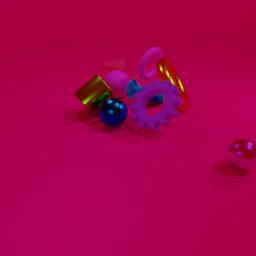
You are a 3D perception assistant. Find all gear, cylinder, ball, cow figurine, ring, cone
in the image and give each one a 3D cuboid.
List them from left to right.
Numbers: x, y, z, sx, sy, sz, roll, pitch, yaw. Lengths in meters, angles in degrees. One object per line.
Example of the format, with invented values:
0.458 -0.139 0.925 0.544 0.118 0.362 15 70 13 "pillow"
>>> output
-1.128 -1.107 9.489 1.016 1.016 1.016 -41 38 -4 "cylinder"
-0.755 -2.750 12.604 0.972 0.968 0.968 6 25 -24 "cone"
-0.471 -0.499 8.805 0.944 0.944 0.944 0 29 0 "ball"
-0.437 -1.706 10.896 1.053 1.053 1.053 0 29 0 "ball"
0.645 -1.309 10.185 1.405 0.771 1.383 17 9 23 "cow figurine"
0.893 -2.538 11.083 0.270 1.350 1.350 34 42 28 "ring"
0.837 -0.715 8.569 1.604 1.604 0.297 25 -5 38 "gear"
1.585 -1.536 9.835 0.405 2.024 2.024 -26 22 21 "ring"
2.834 0.652 6.899 0.768 0.768 0.768 0 29 0 "ball"
